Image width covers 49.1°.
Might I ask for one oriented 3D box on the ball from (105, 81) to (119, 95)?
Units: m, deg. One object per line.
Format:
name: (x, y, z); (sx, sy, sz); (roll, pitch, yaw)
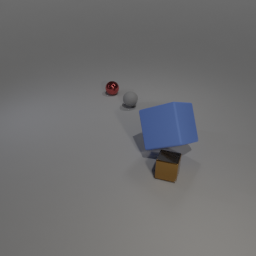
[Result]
ball: (-0.803, -2.039, 14.275); (0.700, 0.700, 0.700); (0, 32, 0)

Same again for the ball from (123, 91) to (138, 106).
ball: (0.112, -1.368, 13.059); (0.700, 0.700, 0.700); (0, 32, 0)

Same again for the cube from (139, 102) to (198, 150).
cube: (1.418, -0.068, 9.690); (1.400, 1.400, 1.400); (-12, -4, 36)

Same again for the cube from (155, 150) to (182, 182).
cube: (1.299, 1.214, 9.046); (0.700, 0.700, 0.700); (10, 28, 16)
